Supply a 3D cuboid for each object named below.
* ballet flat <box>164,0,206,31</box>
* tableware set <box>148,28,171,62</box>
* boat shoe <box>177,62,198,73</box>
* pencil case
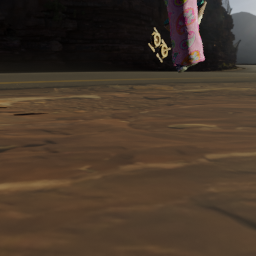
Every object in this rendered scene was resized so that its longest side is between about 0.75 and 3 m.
[{"bbox_3d":[1.739,-3.143,8.117,0.588,0.581,1.729,-49,22,-15],"label":"ballet flat"},{"bbox_3d":[1.327,-3.357,11.372,0.257,0.848,1.282,6,-21,37],"label":"tableware set"},{"bbox_3d":[2.202,-2.397,10.282,0.958,0.289,0.362,-27,-19,22],"label":"boat shoe"},{"bbox_3d":[0.858,-1.607,4.376,0.558,1.276,0.558,-10,22,4],"label":"pencil case"}]
